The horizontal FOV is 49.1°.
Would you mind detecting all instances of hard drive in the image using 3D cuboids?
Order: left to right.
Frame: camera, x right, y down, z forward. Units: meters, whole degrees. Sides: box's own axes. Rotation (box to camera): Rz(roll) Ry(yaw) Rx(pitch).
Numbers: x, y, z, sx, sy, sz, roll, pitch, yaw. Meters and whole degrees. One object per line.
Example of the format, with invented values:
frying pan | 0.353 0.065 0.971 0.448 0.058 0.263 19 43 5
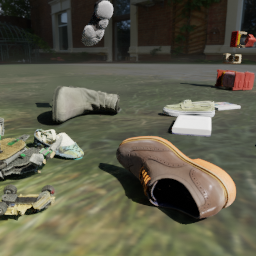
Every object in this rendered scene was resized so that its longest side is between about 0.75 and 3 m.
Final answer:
hard drive | 1.643 -0.079 7.101 0.881 0.169 1.335 4 16 15

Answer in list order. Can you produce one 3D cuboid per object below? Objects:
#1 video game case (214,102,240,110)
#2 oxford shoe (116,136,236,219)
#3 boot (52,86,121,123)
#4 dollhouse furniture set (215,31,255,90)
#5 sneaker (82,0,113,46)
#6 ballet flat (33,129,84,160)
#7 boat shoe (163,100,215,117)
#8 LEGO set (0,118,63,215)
video game case | 3.266 -0.760 9.725 0.892 0.106 0.812 -6 16 -18
oxford shoe | 0.393 0.590 3.764 0.701 0.685 1.922 -19 24 -38
boot | -1.114 -0.763 8.381 1.801 0.934 2.757 7 17 2
dollhouse furniture set | 5.550 -3.462 14.325 1.197 2.943 1.584 -1 13 -18
sneaker | -0.841 -2.968 7.787 0.518 1.373 0.781 23 38 -23
ballet flat | -1.371 0.270 5.342 1.280 0.475 0.475 10 18 32
boat shoe | 1.828 -0.614 8.465 1.546 0.480 0.557 2 15 7
LEGO set | -1.757 0.620 4.105 1.559 0.680 2.401 -4 29 -7
